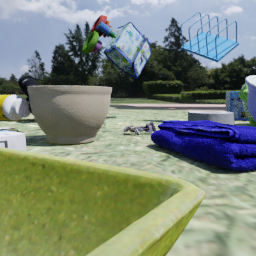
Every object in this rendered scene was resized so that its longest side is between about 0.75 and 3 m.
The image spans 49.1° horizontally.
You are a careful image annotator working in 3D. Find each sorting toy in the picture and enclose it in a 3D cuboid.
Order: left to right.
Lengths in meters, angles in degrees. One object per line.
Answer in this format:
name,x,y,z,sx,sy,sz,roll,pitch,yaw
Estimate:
sorting toy,-1.047,-3.649,11.196,0.816,1.989,1.195,30,-28,-26

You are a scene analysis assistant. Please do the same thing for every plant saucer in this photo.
plant saucer,-1.665,0.607,0.784,2.951,0.707,2.947,4,7,33

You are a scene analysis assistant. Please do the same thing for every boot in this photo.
boot,-3.753,-0.944,12.776,1.089,2.852,2.397,-37,46,-5

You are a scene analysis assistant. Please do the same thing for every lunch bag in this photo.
lunch bag,0.137,-3.736,13.727,1.333,1.778,2.092,1,-34,49

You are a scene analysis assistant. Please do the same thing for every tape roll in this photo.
tape roll,3.004,-0.320,10.173,1.646,0.544,1.646,0,7,0

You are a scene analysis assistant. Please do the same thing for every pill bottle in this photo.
pill bottle,-5.466,-0.941,12.944,2.112,1.175,1.175,3,7,33

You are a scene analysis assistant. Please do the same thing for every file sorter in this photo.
file sorter,3.149,-3.636,10.978,1.297,1.147,1.869,-39,48,-15

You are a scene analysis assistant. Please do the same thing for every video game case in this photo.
video game case,5.229,-1.005,12.843,1.464,1.327,0.333,5,9,41

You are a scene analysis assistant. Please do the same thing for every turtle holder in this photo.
turtle holder,5.319,-1.048,10.290,2.760,1.960,2.097,1,7,8

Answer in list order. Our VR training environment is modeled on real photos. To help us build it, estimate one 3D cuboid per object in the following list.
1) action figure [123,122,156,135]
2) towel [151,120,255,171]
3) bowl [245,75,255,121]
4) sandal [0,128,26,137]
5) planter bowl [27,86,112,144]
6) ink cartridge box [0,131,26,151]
action figure,0.309,0.044,7.989,0.938,0.325,0.610,-4,14,-7
towel,1.778,0.161,5.213,1.903,0.639,2.578,-3,7,-20
bowl,3.467,-0.247,5.571,2.458,1.105,2.458,7,22,-3
sandal,-2.641,0.226,6.194,0.508,0.365,1.280,-6,-9,8
planter bowl,-1.350,-0.323,6.670,1.933,1.301,1.933,0,7,0
ink cartridge box,-2.475,0.323,4.777,0.707,0.414,1.220,4,8,36
